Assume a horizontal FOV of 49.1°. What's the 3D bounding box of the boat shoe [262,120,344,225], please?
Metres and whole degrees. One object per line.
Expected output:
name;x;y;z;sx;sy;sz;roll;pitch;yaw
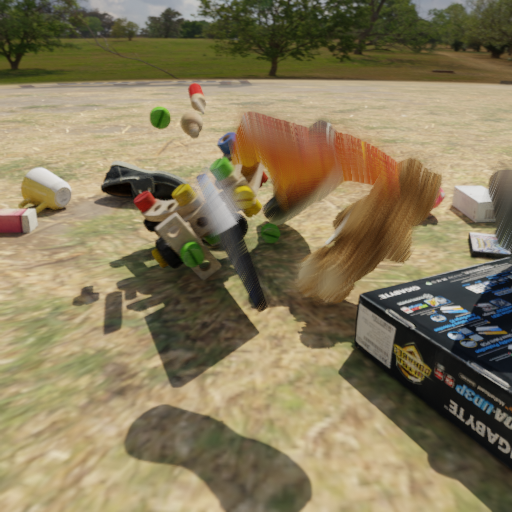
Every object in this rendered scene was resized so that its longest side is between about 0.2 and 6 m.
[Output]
boat shoe;0.811;-1.469;10.464;1.182;1.113;3.291;-47;4;-21

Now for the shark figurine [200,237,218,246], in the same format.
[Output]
shark figurine;-1.257;-0.589;10.867;1.394;0.582;0.833;9;22;16

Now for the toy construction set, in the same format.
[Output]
toy construction set;-0.866;-1.091;9.262;2.527;3.030;2.328;-11;28;-5

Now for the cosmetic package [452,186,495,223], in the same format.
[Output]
cosmetic package;4.912;-1.164;12.368;0.688;0.501;1.354;-1;23;-4

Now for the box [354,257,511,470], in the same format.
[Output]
box;3.391;0.962;6.613;3.511;0.808;2.791;-11;24;-25

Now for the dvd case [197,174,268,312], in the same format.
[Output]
dvd case;-0.369;-0.242;8.060;0.173;1.406;1.970;-24;32;-6

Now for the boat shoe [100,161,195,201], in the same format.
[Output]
boat shoe;-2.555;-1.566;13.254;2.395;0.860;0.810;15;58;19

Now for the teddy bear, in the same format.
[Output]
teddy bear;1.675;-0.271;8.240;2.606;0.870;1.890;-51;15;-29

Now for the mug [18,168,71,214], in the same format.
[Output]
mug;-4.740;-1.368;12.750;0.892;1.086;0.870;21;-3;25

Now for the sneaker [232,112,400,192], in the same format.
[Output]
sneaker;0.636;-1.044;6.256;2.068;0.798;0.755;22;16;35

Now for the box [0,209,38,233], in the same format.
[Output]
box;-4.885;-0.713;11.368;0.718;0.391;0.459;-1;22;-1

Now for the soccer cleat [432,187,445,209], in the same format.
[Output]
soccer cleat;3.120;-1.025;12.027;2.004;0.766;0.669;-19;67;-15

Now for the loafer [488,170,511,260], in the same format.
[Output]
loafer;3.361;-0.475;6.812;0.906;0.793;2.522;-25;-18;27

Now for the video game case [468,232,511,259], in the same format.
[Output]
video game case;4.461;-0.176;10.384;0.940;0.133;1.041;7;23;15
